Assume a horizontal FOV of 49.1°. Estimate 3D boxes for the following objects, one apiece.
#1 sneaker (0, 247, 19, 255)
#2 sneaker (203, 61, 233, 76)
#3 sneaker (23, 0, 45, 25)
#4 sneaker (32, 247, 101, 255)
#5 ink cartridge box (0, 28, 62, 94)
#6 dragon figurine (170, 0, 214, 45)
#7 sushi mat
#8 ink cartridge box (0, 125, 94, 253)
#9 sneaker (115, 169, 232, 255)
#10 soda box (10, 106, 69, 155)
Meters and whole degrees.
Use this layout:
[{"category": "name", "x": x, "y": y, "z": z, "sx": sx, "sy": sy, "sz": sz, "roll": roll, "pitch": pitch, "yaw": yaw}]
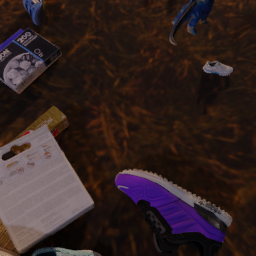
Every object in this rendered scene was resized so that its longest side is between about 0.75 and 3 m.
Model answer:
[{"category": "sneaker", "x": -3.198, "y": 2.808, "z": 4.952, "sx": 2.762, "sy": 1.018, "sz": 1.596, "roll": 13, "pitch": 71, "yaw": 5}, {"category": "sneaker", "x": 2.528, "y": -1.683, "z": 7.767, "sx": 0.815, "sy": 0.353, "sz": 0.306, "roll": 6, "pitch": 63, "yaw": 2}, {"category": "sneaker", "x": -2.912, "y": -3.714, "z": 8.646, "sx": 0.636, "sy": 0.572, "sz": 1.546, "roll": -4, "pitch": 55, "yaw": -11}, {"category": "sneaker", "x": -1.193, "y": 2.640, "z": 5.484, "sx": 1.456, "sy": 0.597, "sz": 0.538, "roll": 1, "pitch": 65, "yaw": 1}, {"category": "ink cartridge box", "x": -3.114, "y": -2.040, "z": 7.931, "sx": 1.755, "sy": 0.381, "sz": 1.739, "roll": 33, "pitch": 69, "yaw": 16}, {"category": "dragon figurine", "x": 1.236, "y": -2.242, "z": 4.984, "sx": 0.567, "sy": 0.959, "sz": 1.928, "roll": 37, "pitch": 54, "yaw": 17}, {"category": "sushi mat", "x": -2.792, "y": 2.289, "z": 5.776, "sx": 1.363, "sy": 0.172, "sz": 2.850, "roll": 28, "pitch": 63, "yaw": 12}, {"category": "ink cartridge box", "x": -1.969, "y": 1.237, "z": 6.006, "sx": 1.710, "sy": 0.600, "sz": 2.104, "roll": -29, "pitch": 71, "yaw": -20}, {"category": "sneaker", "x": 0.736, "y": 1.823, "z": 5.721, "sx": 2.565, "sy": 0.892, "sz": 1.276, "roll": 24, "pitch": 67, "yaw": 11}, {"category": "soda box", "x": -2.132, "y": 0.144, "z": 6.795, "sx": 0.485, "sy": 0.459, "sz": 1.433, "roll": 39, "pitch": 69, "yaw": 16}]
